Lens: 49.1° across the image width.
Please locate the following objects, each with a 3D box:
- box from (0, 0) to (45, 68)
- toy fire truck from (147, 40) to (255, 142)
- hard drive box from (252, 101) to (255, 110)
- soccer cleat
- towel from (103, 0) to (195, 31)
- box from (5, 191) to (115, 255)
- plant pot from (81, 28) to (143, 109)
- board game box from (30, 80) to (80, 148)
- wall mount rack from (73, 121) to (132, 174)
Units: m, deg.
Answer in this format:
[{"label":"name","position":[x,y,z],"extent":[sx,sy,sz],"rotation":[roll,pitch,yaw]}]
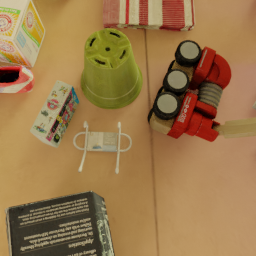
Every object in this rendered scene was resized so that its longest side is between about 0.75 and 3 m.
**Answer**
[{"label":"box","position":[-4.159,-3.007,8.225],"extent":[2.852,1.604,1.445],"rotation":[12,74,2]},{"label":"toy fire truck","position":[2.278,-0.767,7.504],"extent":[2.876,1.850,2.531],"rotation":[24,74,2]},{"label":"hard drive box","position":[4.048,-0.946,8.110],"extent":[0.323,0.655,0.840],"rotation":[33,77,9]},{"label":"soccer cleat","position":[-4.078,-1.321,8.020],"extent":[2.716,1.039,0.906],"rotation":[-7,74,-3]},{"label":"towel","position":[0.672,-4.169,9.254],"extent":[2.965,0.337,2.136],"rotation":[2,71,-1]},{"label":"box","position":[-1.142,2.876,5.889],"extent":[1.683,2.715,2.669],"rotation":[-10,74,-3]},{"label":"plant pot","position":[-0.502,-1.705,7.732],"extent":[1.913,1.817,1.913],"rotation":[0,74,0]},{"label":"board game box","position":[-1.946,-0.350,7.677],"extent":[0.499,1.145,1.551],"rotation":[20,75,6]},{"label":"wall mount rack","position":[-0.741,0.549,7.683],"extent":[1.675,0.625,1.456],"rotation":[2,74,1]}]
